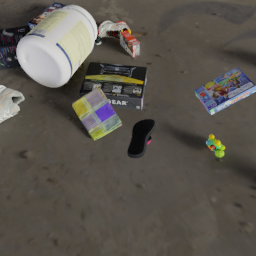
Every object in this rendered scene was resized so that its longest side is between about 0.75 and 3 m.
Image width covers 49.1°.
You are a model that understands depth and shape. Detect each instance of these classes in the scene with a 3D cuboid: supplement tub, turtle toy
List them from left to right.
[{"bbox_3d":[-2.646,-3.286,11.015,2.155,2.155,2.973,17,52,13],"label":"supplement tub"},{"bbox_3d":[2.779,0.590,8.852,0.399,0.575,0.789,-45,44,10],"label":"turtle toy"}]

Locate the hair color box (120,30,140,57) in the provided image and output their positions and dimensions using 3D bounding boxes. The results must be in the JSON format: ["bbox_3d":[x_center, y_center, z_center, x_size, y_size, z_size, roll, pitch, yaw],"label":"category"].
[{"bbox_3d":[0.073,-3.726,12.378,0.373,0.647,1.166,-26,54,-19],"label":"hair color box"}]

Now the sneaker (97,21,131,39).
[{"bbox_3d":[-0.618,-4.477,12.850,1.793,0.698,0.736,-23,60,-32],"label":"sneaker"}]

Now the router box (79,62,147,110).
[{"bbox_3d":[-0.504,-1.634,10.652,2.334,0.610,1.835,7,51,6],"label":"router box"}]

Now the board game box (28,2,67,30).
[{"bbox_3d":[-3.626,-5.473,13.987,1.564,0.399,2.309,18,52,15],"label":"board game box"}]

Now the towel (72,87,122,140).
[{"bbox_3d":[-1.088,-0.509,9.597,1.183,0.188,1.647,-31,73,-6],"label":"towel"}]

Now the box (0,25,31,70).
[{"bbox_3d":[-5.000,-3.331,11.726,2.122,1.125,1.297,-14,54,-12],"label":"box"}]

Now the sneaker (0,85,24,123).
[{"bbox_3d":[-4.399,-0.574,9.653,1.071,0.882,2.329,10,52,3],"label":"sneaker"}]

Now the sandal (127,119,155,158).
[{"bbox_3d":[0.371,0.317,7.851,0.617,0.370,1.643,2,40,20],"label":"sandal"}]

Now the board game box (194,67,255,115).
[{"bbox_3d":[2.818,-1.091,8.186,1.444,0.249,0.977,-28,48,6],"label":"board game box"}]

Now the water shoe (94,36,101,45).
[{"bbox_3d":[-1.532,-4.282,12.963,0.386,0.426,1.078,-27,55,-13],"label":"water shoe"}]
